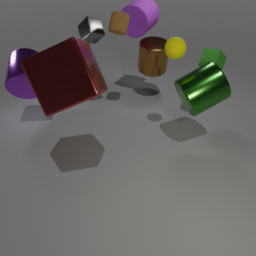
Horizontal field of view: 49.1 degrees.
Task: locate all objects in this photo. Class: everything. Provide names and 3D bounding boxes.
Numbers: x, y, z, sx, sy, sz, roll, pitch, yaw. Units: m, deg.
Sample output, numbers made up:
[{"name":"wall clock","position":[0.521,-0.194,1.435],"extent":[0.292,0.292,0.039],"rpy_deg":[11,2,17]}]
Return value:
[{"name":"cube","position":[3.253,-2.578,10.781],"extent":[0.700,0.700,0.700],"rpy_deg":[20,-2,40]},{"name":"cube","position":[-1.440,-3.814,10.967],"extent":[0.700,0.700,0.700],"rpy_deg":[-7,-12,-44]},{"name":"cube","position":[-1.483,-1.262,6.962],"extent":[1.400,1.400,1.400],"rpy_deg":[-21,10,10]},{"name":"cylinder","position":[2.515,-1.320,9.542],"extent":[1.400,1.400,1.400],"rpy_deg":[-29,33,4]},{"name":"cylinder","position":[1.193,-3.367,13.211],"extent":[1.400,1.400,1.400],"rpy_deg":[1,44,-1]},{"name":"cylinder","position":[-3.886,-2.065,10.726],"extent":[1.400,1.400,1.400],"rpy_deg":[-3,58,-5]},{"name":"cylinder","position":[-0.349,-3.995,10.694],"extent":[0.700,0.700,0.700],"rpy_deg":[13,5,-1]},{"name":"cylinder","position":[0.517,-4.953,12.526],"extent":[1.400,1.400,1.400],"rpy_deg":[14,42,22]},{"name":"ball","position":[1.541,-2.604,9.120],"extent":[0.700,0.700,0.700],"rpy_deg":[0,31,0]}]
